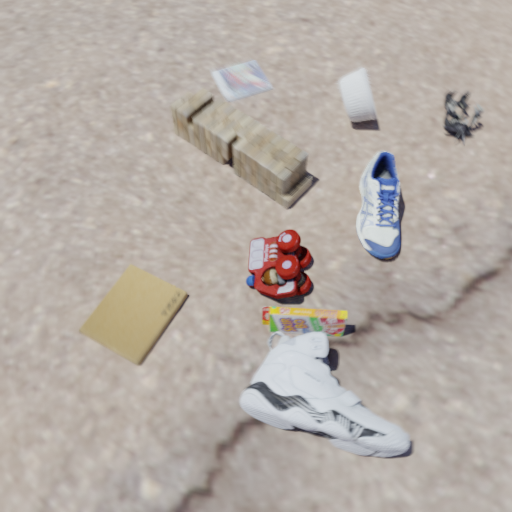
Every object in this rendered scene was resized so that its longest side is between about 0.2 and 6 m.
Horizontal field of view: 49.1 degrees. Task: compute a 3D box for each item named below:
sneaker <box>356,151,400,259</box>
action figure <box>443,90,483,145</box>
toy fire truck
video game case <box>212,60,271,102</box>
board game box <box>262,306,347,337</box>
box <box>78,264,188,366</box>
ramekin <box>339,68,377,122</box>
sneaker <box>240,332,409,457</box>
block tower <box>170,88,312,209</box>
[{"bbox_3d":[2.306,-0.990,10.437,0.792,0.928,2.105,0,62,-3],"label":"sneaker"},{"bbox_3d":[4.333,-3.012,11.892,0.761,0.653,1.280,9,56,-7],"label":"action figure"},{"bbox_3d":[0.357,0.183,9.942,1.090,0.728,1.298,-10,55,22],"label":"toy fire truck"},{"bbox_3d":[-0.334,-4.010,12.808,1.088,0.125,0.991,-20,60,-12],"label":"video game case"},{"bbox_3d":[0.781,1.089,9.307,1.386,0.662,0.208,5,56,4],"label":"board game box"},{"bbox_3d":[-2.106,0.976,9.677,1.238,0.161,1.515,25,62,15],"label":"box"},{"bbox_3d":[2.150,-3.363,11.860,0.571,1.087,1.087,-14,57,15],"label":"ramekin"},{"bbox_3d":[1.144,2.035,8.536,2.550,0.958,1.466,14,62,13],"label":"sneaker"},{"bbox_3d":[-0.318,-2.242,11.268,3.114,0.900,0.841,37,66,19],"label":"block tower"}]
